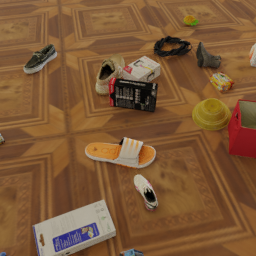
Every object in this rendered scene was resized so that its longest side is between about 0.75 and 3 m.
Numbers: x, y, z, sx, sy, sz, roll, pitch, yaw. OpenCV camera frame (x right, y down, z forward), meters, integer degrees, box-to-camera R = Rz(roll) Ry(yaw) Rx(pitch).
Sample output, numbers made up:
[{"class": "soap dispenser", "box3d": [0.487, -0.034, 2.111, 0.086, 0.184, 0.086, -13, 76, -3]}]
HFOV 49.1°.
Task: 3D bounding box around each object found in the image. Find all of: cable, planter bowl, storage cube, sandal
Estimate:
[{"class": "cable", "box3d": [2.217, -4.361, 14.827, 2.062, 0.524, 1.682, -21, 51, -17]}, {"class": "planter bowl", "box3d": [3.375, -0.716, 11.275, 1.552, 0.646, 1.552, -6, 56, 9]}, {"class": "storage cube", "box3d": [4.601, 0.077, 10.173, 1.719, 1.545, 1.469, 9, 49, 7]}, {"class": "sandal", "box3d": [-0.298, 0.796, 10.059, 2.595, 0.744, 0.994, 4, 48, 4]}]

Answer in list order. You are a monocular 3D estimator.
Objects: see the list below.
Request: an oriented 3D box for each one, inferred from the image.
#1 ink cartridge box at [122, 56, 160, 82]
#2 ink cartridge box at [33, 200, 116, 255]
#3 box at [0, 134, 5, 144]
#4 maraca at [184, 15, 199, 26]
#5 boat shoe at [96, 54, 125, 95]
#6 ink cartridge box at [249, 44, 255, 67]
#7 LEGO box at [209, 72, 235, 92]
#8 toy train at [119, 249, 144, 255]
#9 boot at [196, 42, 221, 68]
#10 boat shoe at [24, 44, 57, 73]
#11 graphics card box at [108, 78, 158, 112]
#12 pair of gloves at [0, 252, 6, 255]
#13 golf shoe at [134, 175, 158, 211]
[{"class": "ink cartridge box", "box3d": [0.632, -2.655, 13.221, 1.500, 0.642, 1.107, -37, 57, -26]}, {"class": "ink cartridge box", "box3d": [-1.572, 3.031, 8.281, 2.237, 0.438, 1.112, -15, 50, -15]}, {"class": "box", "box3d": [-5.213, 0.518, 10.700, 0.818, 0.163, 0.560, -29, 54, -23]}, {"class": "maraca", "box3d": [3.737, -6.355, 16.617, 0.653, 0.510, 0.952, -42, 57, -9]}, {"class": "boat shoe", "box3d": [-0.808, -2.744, 13.108, 1.016, 0.915, 2.816, 12, 49, 11]}, {"class": "ink cartridge box", "box3d": [6.404, -3.870, 13.851, 0.329, 1.312, 1.064, 8, 49, 7]}, {"class": "LEGO box", "box3d": [4.330, -2.148, 12.956, 0.679, 0.352, 0.912, -21, 51, -17]}, {"class": "toy train", "box3d": [0.061, 3.878, 7.224, 0.799, 0.606, 1.399, -32, 43, 25]}, {"class": "boot", "box3d": [4.104, -3.675, 14.257, 1.127, 0.597, 1.712, 5, 59, 0]}, {"class": "boat shoe", "box3d": [-4.419, -3.510, 13.907, 0.759, 0.747, 2.105, 22, 52, 19]}, {"class": "graphics card box", "box3d": [0.217, -1.371, 11.668, 1.982, 1.243, 0.504, 9, 47, 9]}, {"class": "pair of gloves", "box3d": [-3.186, 4.186, 7.394, 2.014, 0.229, 1.619, 6, 50, 7]}, {"class": "golf shoe", "box3d": [0.599, 1.991, 9.089, 0.486, 0.617, 1.340, -20, 50, -17]}]
